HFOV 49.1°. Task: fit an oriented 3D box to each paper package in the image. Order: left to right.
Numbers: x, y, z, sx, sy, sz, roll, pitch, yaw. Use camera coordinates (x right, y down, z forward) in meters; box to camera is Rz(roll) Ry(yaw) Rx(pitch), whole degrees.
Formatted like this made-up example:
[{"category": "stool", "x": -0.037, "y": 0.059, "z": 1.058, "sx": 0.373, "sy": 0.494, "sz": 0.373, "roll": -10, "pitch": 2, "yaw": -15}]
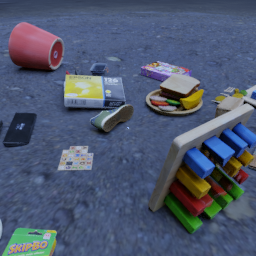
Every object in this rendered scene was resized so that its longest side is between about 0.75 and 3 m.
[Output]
[{"category": "paper package", "x": 3.520, "y": -0.383, "z": 9.876, "sx": 0.619, "sy": 1.197, "sz": 1.141, "roll": 22, "pitch": 39, "yaw": 31}]

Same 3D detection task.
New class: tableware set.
[{"category": "tableware set", "x": 4.426, "y": -1.302, "z": 12.100, "sx": 1.493, "sy": 0.229, "sz": 1.005, "roll": -34, "pitch": 36, "yaw": -29}]

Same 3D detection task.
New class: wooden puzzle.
[{"category": "wooden puzzle", "x": 6.274, "y": -1.377, "z": 12.057, "sx": 2.323, "sy": 0.581, "sz": 2.508, "roll": -26, "pitch": 40, "yaw": -34}]

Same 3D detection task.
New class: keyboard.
[{"category": "keyboard", "x": -4.146, "y": 0.011, "z": 10.189, "sx": 1.366, "sy": 0.221, "sz": 2.149, "roll": 2, "pitch": 30, "yaw": -9}]

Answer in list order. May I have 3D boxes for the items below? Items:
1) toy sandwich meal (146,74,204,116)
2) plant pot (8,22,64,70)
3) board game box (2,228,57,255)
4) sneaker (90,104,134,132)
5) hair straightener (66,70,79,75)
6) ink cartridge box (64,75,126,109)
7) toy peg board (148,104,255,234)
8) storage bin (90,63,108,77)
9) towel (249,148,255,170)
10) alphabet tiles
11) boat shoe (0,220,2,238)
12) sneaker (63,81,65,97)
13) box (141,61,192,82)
[{"category": "toy sandwich meal", "x": 2.015, "y": -1.429, "z": 11.827, "sx": 2.632, "sy": 0.902, "sz": 2.632, "roll": 0, "pitch": 32, "yaw": 0}, {"category": "plant pot", "x": -4.840, "y": -4.277, "z": 15.273, "sx": 2.173, "sy": 2.455, "sz": 2.455, "roll": 18, "pitch": 35, "yaw": 9}, {"category": "board game box", "x": -2.136, "y": 2.886, "z": 5.511, "sx": 0.967, "sy": 0.303, "sz": 2.024, "roll": 3, "pitch": 34, "yaw": 4}, {"category": "sneaker", "x": -0.633, "y": -0.478, "z": 10.546, "sx": 0.861, "sy": 0.643, "sz": 1.919, "roll": 13, "pitch": 30, "yaw": 32}, {"category": "hair straightener", "x": -2.113, "y": -2.146, "z": 13.317, "sx": 1.026, "sy": 0.546, "sz": 2.667, "roll": -15, "pitch": 35, "yaw": -22}, {"category": "ink cartridge box", "x": -1.465, "y": -1.782, "z": 12.146, "sx": 2.478, "sy": 0.589, "sz": 2.507, "roll": 0, "pitch": 43, "yaw": -11}, {"category": "toy peg board", "x": 2.029, "y": 1.061, "z": 6.573, "sx": 2.531, "sy": 2.521, "sz": 1.238, "roll": -23, "pitch": 54, "yaw": -31}, {"category": "storage bin", "x": -1.396, "y": -2.715, "z": 14.049, "sx": 0.810, "sy": 0.747, "sz": 1.113, "roll": 3, "pitch": 33, "yaw": 5}, {"category": "towel", "x": 4.698, "y": 1.115, "z": 8.454, "sx": 1.783, "sy": 0.193, "sz": 1.308, "roll": 17, "pitch": 35, "yaw": 27}, {"category": "alphabet tiles", "x": -1.612, "y": 0.935, "z": 8.858, "sx": 1.006, "sy": 0.045, "sz": 1.203, "roll": -1, "pitch": 32, "yaw": -1}, {"category": "boat shoe", "x": -3.225, "y": 2.463, "z": 5.827, "sx": 0.636, "sy": 0.650, "sz": 1.824, "roll": 3, "pitch": 32, "yaw": 4}, {"category": "sneaker", "x": -2.724, "y": -1.765, "z": 12.919, "sx": 0.545, "sy": 0.466, "sz": 1.252, "roll": 4, "pitch": 37, "yaw": -17}, {"category": "box", "x": 1.985, "y": -2.928, "z": 14.674, "sx": 2.202, "sy": 0.431, "sz": 1.507, "roll": 25, "pitch": 40, "yaw": 34}]
